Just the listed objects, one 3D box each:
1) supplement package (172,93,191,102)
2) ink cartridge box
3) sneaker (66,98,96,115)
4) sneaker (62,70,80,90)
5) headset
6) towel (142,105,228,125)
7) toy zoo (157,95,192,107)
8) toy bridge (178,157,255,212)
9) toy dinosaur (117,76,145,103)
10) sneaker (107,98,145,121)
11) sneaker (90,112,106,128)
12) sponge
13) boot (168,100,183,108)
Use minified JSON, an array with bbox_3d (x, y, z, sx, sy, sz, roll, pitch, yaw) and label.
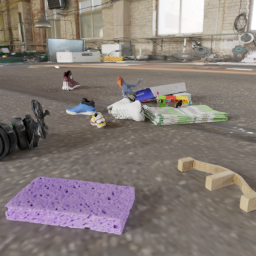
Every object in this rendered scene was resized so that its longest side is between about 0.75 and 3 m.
[{"bbox_3d":[2.497,-1.364,13.073,0.769,0.451,0.449,-9,19,-28],"label":"supplement package"},{"bbox_3d":[1.292,-1.649,13.196,2.978,0.552,1.410,-12,0,-40],"label":"ink cartridge box"},{"bbox_3d":[-1.861,-0.876,11.054,1.184,0.659,0.455,3,17,11],"label":"sneaker"},{"bbox_3d":[-3.525,-3.047,17.521,0.757,1.156,2.002,2,17,6],"label":"sneaker"},{"bbox_3d":[-2.907,0.030,6.912,2.713,1.275,1.676,-2,13,37],"label":"headset"},{"bbox_3d":[2.037,-0.622,10.631,2.764,0.424,2.062,-4,18,-13],"label":"towel"},{"bbox_3d":[1.972,-1.114,11.900,1.466,0.150,0.962,2,-16,9],"label":"toy zoo"},{"bbox_3d":[1.803,1.000,5.407,0.651,0.263,1.935,-8,18,-26],"label":"toy bridge"},{"bbox_3d":[-0.085,-1.310,10.938,1.737,1.576,0.912,-17,36,44],"label":"toy dinosaur"},{"bbox_3d":[-0.062,-0.566,10.200,0.904,0.773,2.075,-20,16,-21],"label":"sneaker"},{"bbox_3d":[-1.030,-0.333,9.375,0.391,0.470,1.043,-23,19,-22],"label":"sneaker"},{"bbox_3d":[-0.895,1.221,4.646,1.868,0.279,1.042,3,17,11],"label":"sponge"},{"bbox_3d":[1.928,-1.003,11.339,0.381,0.294,0.786,12,22,30],"label":"boot"}]
